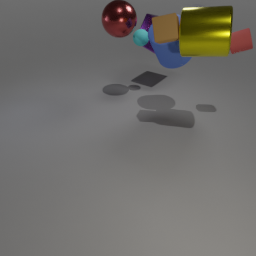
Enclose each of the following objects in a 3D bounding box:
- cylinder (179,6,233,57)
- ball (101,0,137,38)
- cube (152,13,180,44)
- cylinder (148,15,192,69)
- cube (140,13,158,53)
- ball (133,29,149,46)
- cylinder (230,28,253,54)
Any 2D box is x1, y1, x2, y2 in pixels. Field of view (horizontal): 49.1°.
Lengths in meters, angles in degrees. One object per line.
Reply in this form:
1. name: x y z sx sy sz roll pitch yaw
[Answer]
1. cylinder: 2.296 -2.824 8.278 1.400 1.400 1.400 4 31 16
2. ball: -0.344 -4.282 11.017 1.400 1.400 1.400 0 31 0
3. cube: 1.152 -2.935 8.316 0.700 0.700 0.700 -5 11 18
4. cylinder: 1.597 -3.159 10.312 1.400 1.400 1.400 -11 59 20
5. cube: 1.431 -4.448 13.371 1.400 1.400 1.400 34 29 15
6. ball: 0.557 -3.880 12.041 0.700 0.700 0.700 0 31 0
7. cylinder: 3.820 -2.952 9.538 0.700 0.700 0.700 -11 26 24
